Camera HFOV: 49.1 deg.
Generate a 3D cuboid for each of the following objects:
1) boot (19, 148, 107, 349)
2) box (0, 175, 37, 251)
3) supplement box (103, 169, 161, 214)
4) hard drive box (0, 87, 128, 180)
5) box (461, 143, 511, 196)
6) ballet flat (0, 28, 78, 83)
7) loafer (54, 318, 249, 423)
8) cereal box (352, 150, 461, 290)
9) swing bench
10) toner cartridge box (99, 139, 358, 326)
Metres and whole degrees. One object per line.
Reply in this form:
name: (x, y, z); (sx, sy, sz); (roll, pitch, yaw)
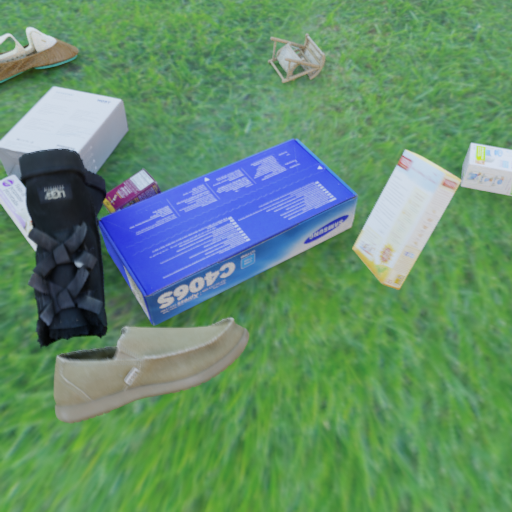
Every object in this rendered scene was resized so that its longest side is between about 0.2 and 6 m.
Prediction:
boot: (-2.779, -0.029, 8.520); (1.165, 3.148, 2.579); (-9, 88, -10)
box: (-4.072, -0.570, 10.295); (0.492, 0.527, 2.542); (-31, 56, -24)
supplement box: (-2.274, -1.029, 10.417); (0.999, 0.654, 0.515); (-36, 56, -12)
hard drive box: (-3.955, -2.472, 11.678); (1.718, 0.847, 2.204); (14, 51, 12)
box: (4.803, -1.707, 11.183); (1.218, 0.617, 0.685); (13, 52, 11)
ballet flat: (-5.727, -4.987, 13.715); (2.696, 0.975, 0.914); (-26, 47, -21)
loafer: (-1.272, 1.197, 6.599); (2.425, 0.818, 0.922); (-20, 8, -8)
cereal box: (2.190, -0.572, 8.389); (0.357, 1.808, 1.301); (19, 20, -19)
swing bench: (0.992, -4.892, 13.864); (1.079, 0.700, 1.074); (-11, 50, -16)
toner cartridge box: (-0.453, -0.574, 10.039); (4.161, 0.898, 1.976); (-26, 55, -20)
